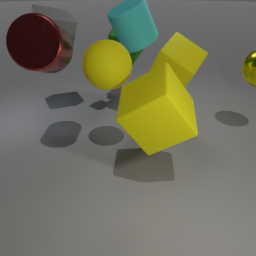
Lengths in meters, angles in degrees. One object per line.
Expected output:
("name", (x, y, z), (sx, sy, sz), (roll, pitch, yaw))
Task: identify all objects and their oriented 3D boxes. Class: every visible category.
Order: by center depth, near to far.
("cube", (0.723, -0.448, 6.908), (1.400, 1.400, 1.400), (-26, 35, 27))
("cylinder", (-2.317, -2.215, 7.576), (1.400, 1.400, 1.400), (0, 8, 1))
("ball", (-0.589, -1.780, 7.955), (1.400, 1.400, 1.400), (0, 28, 0))
("ball", (4.749, -2.101, 9.867), (1.400, 1.400, 1.400), (0, 28, 0))
("cylinder", (0.188, -3.639, 9.898), (1.400, 1.400, 1.400), (-19, 37, 15))
("cube", (1.774, -2.283, 10.187), (1.400, 1.400, 1.400), (35, 55, 3))
("cube", (-2.926, -3.740, 10.803), (1.400, 1.400, 1.400), (-3, 38, -31))
("cube", (0.079, -3.824, 11.905), (1.400, 1.400, 1.400), (33, -9, -2))
